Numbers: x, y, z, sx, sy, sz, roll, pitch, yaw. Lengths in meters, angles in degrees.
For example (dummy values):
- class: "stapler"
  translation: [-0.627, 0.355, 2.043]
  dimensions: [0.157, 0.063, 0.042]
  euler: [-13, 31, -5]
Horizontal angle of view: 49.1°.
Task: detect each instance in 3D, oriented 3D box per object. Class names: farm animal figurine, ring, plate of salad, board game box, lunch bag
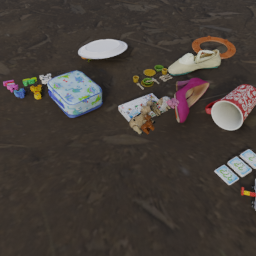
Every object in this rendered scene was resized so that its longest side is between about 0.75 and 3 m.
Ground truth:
- class: "farm animal figurine"
  translation: [0.672, -0.500, 8.054]
  dimensions: [1.374, 1.109, 0.691]
  euler: [-45, 99, -17]
- class: "ring"
  translation: [4.276, -4.067, 13.942]
  dimensions: [2.137, 0.205, 2.137]
  euler: [-1, 45, 0]
- class: "plate of salad"
  translation: [-1.180, -3.654, 13.279]
  dimensions: [2.336, 0.561, 2.336]
  euler: [-5, 36, 3]
- class: "board game box"
  translation: [0.537, -0.734, 10.527]
  dimensions: [1.529, 0.265, 0.965]
  euler: [-22, 49, -21]
- class: "lunch bag"
  translation: [-2.064, -1.333, 10.735]
  dimensions: [1.604, 0.823, 1.996]
  euler: [-29, 52, -28]

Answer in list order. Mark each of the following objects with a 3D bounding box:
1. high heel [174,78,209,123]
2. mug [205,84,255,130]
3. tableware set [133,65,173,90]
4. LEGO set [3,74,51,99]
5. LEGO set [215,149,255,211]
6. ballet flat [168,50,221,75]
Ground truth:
- class: "high heel"
  translation: [2.412, -1.114, 10.400]
  dimensions: [1.293, 0.907, 2.689]
  euler: [-2, 40, 14]
- class: "mug"
  translation: [3.784, -0.916, 10.140]
  dimensions: [1.516, 1.139, 1.708]
  euler: [33, 50, 27]
- class: "tableware set"
  translation: [1.003, -2.280, 12.097]
  dimensions: [1.691, 0.260, 1.139]
  euler: [-23, 49, -21]
- class: "LEGO set"
  translation: [-3.815, -1.511, 11.055]
  dimensions: [1.841, 0.702, 0.756]
  euler: [-17, 50, -25]
- class: "LEGO set"
  translation: [3.788, 1.514, 8.142]
  dimensions: [1.503, 0.494, 2.012]
  euler: [-25, 50, -19]
- class: "ballet flat"
  translation: [2.963, -3.000, 12.420]
  dimensions: [2.535, 0.880, 0.880]
  euler: [-14, 46, -13]
